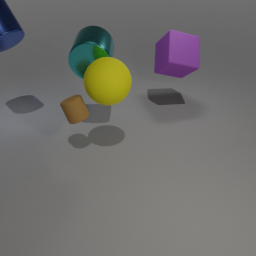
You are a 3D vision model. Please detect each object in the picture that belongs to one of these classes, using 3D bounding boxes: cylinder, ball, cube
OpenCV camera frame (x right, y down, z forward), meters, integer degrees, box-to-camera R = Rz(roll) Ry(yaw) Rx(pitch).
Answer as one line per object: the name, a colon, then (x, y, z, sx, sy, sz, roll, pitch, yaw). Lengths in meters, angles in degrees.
cylinder: (-1.213, -2.548, 9.533, 1.400, 1.400, 1.400, 1, 41, 1)
cylinder: (-1.658, -0.586, 8.750, 0.700, 0.700, 0.700, -18, 23, 8)
ball: (-0.597, -1.364, 8.238, 1.400, 1.400, 1.400, 0, 29, 0)
cylinder: (-4.527, -3.532, 9.585, 1.400, 1.400, 1.400, -30, 6, 3)
cube: (2.042, -3.057, 11.795, 1.400, 1.400, 1.400, 7, -9, -19)
